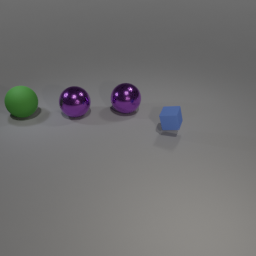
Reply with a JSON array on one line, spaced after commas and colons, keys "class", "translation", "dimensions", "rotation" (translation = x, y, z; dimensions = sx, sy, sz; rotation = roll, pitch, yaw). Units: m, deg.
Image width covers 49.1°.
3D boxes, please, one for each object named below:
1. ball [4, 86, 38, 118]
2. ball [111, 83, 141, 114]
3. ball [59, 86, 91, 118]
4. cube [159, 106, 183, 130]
[{"class": "ball", "translation": [-4.707, -1.163, 12.397], "dimensions": [1.400, 1.400, 1.400], "rotation": [0, 31, 0]}, {"class": "ball", "translation": [-0.097, -1.353, 12.774], "dimensions": [1.400, 1.400, 1.400], "rotation": [0, 31, 0]}, {"class": "ball", "translation": [-2.367, -1.163, 12.484], "dimensions": [1.400, 1.400, 1.400], "rotation": [0, 31, 0]}, {"class": "cube", "translation": [1.704, -0.390, 11.039], "dimensions": [0.700, 0.700, 0.700], "rotation": [0, 35, 24]}]
